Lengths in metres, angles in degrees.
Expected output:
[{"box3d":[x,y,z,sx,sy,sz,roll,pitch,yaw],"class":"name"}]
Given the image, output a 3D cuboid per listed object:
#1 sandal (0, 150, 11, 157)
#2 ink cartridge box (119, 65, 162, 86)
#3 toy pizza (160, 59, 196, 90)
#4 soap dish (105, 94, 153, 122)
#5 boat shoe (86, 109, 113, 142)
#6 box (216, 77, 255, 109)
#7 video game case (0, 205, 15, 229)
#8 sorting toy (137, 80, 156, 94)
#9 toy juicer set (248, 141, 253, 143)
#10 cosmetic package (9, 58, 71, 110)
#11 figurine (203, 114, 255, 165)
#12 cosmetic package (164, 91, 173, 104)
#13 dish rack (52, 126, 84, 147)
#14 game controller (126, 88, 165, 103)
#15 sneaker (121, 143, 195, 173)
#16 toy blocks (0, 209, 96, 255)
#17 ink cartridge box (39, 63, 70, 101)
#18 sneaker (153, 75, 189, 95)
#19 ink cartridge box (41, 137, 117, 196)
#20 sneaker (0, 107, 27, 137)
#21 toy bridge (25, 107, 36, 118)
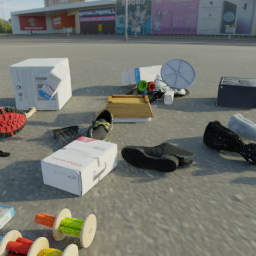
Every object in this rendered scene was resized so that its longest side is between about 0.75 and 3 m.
[{"box3d":[-4.164,0.785,8.972,0.801,0.180,0.301,2,21,4],"class":"sandal"},{"box3d":[0.673,-3.186,17.227,1.608,0.926,2.776,-12,10,-28],"class":"ink cartridge box"},{"box3d":[2.057,-2.203,11.561,1.477,1.477,0.234,-2,-22,-4],"class":"toy pizza"},{"box3d":[0.004,-0.912,12.366,2.132,0.866,1.677,1,21,-1],"class":"soap dish"},{"box3d":[-1.001,-0.006,10.098,0.861,0.727,2.415,13,22,-5],"class":"boat shoe"},{"box3d":[5.592,-1.833,14.293,1.891,1.165,1.875,8,23,20],"class":"box"},{"box3d":[-3.794,2.225,5.220,1.946,0.242,2.719,5,22,14],"class":"video game case"},{"box3d":[0.600,-1.504,10.033,0.806,0.484,0.331,3,24,-32],"class":"sorting toy"},{"box3d":[3.852,0.627,9.329,0.828,0.225,0.527,-9,16,8],"class":"toy juicer set"},{"box3d":[-4.231,-2.275,14.072,2.149,2.147,2.605,0,21,2],"class":"cosmetic package"},{"box3d":[3.945,0.424,9.197,2.125,0.915,2.074,-15,34,-34],"class":"figurine"},{"box3d":[2.145,-1.603,14.627,0.405,0.514,0.956,5,21,12],"class":"cosmetic package"},{"box3d":[-2.018,0.343,9.877,1.010,0.359,1.317,-13,25,-28],"class":"dish rack"},{"box3d":[1.019,-1.908,15.566,1.465,0.592,2.809,24,29,18],"class":"game controller"},{"box3d":[0.908,0.808,8.401,2.050,0.616,1.069,13,25,18],"class":"sneaker"},{"box3d":[-1.650,2.014,5.223,1.722,0.625,1.435,6,23,16],"class":"toy blocks"},{"box3d":[-2.875,-1.798,10.920,0.519,1.227,0.886,33,36,-12],"class":"ink cartridge box"},{"box3d":[2.494,-2.389,15.500,2.401,1.063,0.890,6,6,-30],"class":"sneaker"},{"box3d":[-1.277,0.972,7.707,1.300,0.757,1.785,11,23,26],"class":"ink cartridge box"},{"box3d":[-5.225,-0.211,10.248,2.857,1.133,1.365,-17,26,-38],"class":"sneaker"},{"box3d":[-4.708,-0.565,12.344,0.590,0.239,1.754,12,24,25],"class":"toy bridge"}]
